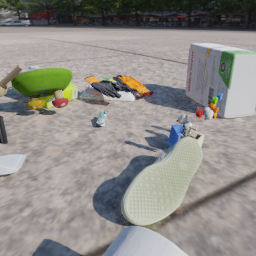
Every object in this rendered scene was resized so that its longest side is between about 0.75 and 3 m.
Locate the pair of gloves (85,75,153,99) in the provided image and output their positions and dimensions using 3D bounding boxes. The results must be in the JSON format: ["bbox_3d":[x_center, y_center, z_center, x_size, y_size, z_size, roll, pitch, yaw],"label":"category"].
[{"bbox_3d":[-0.381,-1.752,11.440,2.356,0.291,2.099,-13,37,-37],"label":"pair of gloves"}]

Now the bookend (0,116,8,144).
[{"bbox_3d":[-4.561,0.114,7.498,1.799,0.829,1.788,18,30,33],"label":"bookend"}]

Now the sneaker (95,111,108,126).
[{"bbox_3d":[-0.878,-0.309,9.062,0.327,0.364,0.843,3,23,7],"label":"sneaker"}]

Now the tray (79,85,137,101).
[{"bbox_3d":[-0.808,-1.535,11.893,2.326,0.258,1.249,4,30,8],"label":"tray"}]

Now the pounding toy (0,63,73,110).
[{"bbox_3d":[-2.936,-1.162,9.221,2.019,1.214,2.615,-13,-1,33],"label":"pounding toy"}]

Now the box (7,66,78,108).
[{"bbox_3d":[-3.501,-1.732,11.406,2.572,0.613,1.568,28,36,27],"label":"box"}]

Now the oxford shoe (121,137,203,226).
[{"bbox_3d":[0.697,1.039,5.594,2.527,0.950,0.730,-38,0,-44],"label":"oxford shoe"}]

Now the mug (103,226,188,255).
[{"bbox_3d":[0.096,1.985,2.657,1.685,1.349,1.383,12,33,40],"label":"mug"}]

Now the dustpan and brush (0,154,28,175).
[{"bbox_3d":[-3.011,0.889,6.427,1.244,0.356,0.868,3,15,-10],"label":"dustpan and brush"}]

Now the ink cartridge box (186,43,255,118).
[{"bbox_3d":[3.422,-1.904,10.462,1.252,2.159,2.982,-5,23,-14],"label":"ink cartridge box"}]

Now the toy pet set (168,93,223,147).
[{"bbox_3d":[1.615,-0.152,7.269,0.862,1.516,1.623,24,32,27],"label":"toy pet set"}]

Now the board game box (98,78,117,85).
[{"bbox_3d":[-0.990,-2.128,13.413,1.002,0.264,1.309,1,23,1],"label":"board game box"}]
